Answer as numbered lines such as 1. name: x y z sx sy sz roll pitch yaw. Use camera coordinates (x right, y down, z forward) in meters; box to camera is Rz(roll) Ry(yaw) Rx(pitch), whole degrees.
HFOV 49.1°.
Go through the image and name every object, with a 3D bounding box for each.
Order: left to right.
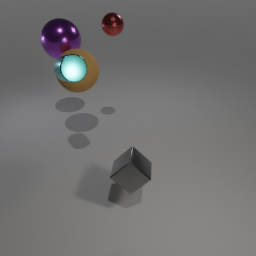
1. ball: -2.355 -3.118 9.864 1.400 1.400 1.400 0 32 0
2. cylinder: -1.498 -1.543 7.277 0.700 0.700 0.700 -16 17 -24
3. ball: -1.648 -1.858 9.118 1.400 1.400 1.400 0 32 0
4. ball: -0.474 -3.212 8.689 0.700 0.700 0.700 0 32 0
5. cube: 0.087 1.018 6.772 0.700 0.700 0.700 42 25 -16
